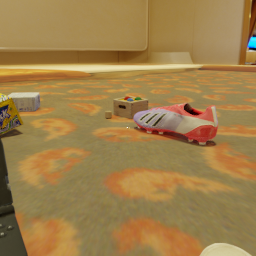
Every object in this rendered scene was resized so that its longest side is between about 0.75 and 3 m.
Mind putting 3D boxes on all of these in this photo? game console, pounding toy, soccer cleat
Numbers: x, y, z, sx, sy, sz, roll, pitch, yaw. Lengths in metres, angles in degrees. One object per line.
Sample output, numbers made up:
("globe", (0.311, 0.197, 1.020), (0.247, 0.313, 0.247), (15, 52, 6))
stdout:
("game console", (-2.469, 1.010, 3.278), (2.149, 1.272, 1.834), (-10, 18, -28))
("pounding toy", (-0.246, -0.826, 10.720), (1.379, 0.718, 1.570), (15, 21, 42))
("soccer cleat", (1.325, -0.316, 8.277), (2.809, 1.074, 0.937), (16, 22, 42))

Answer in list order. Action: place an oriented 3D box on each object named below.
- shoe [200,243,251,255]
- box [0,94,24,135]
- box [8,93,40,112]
("shoe", (1.131, 1.665, 1.895), (0.981, 0.749, 2.807), (-1, 16, -2))
("box", (-4.573, -0.583, 9.051), (1.043, 0.957, 2.977), (-31, 30, -33))
("box", (-4.425, -1.103, 11.849), (1.193, 0.626, 1.098), (-1, 17, -7))
